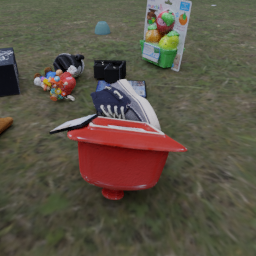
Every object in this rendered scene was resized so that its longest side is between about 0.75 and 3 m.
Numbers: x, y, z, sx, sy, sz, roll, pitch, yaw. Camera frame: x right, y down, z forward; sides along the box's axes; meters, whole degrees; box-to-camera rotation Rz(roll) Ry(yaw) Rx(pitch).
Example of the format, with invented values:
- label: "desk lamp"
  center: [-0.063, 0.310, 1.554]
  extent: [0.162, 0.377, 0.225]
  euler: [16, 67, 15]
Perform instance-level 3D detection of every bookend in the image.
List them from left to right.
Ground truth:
- label: "bookend"
  center: [-0.837, -2.299, 11.317]
  extent: [1.393, 0.642, 1.384]
  euler: [3, 25, 8]

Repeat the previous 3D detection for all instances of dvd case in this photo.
- label: "dvd case"
  center: [-1.062, -0.075, 5.492]
  extent: [0.837, 0.073, 0.597]
  euler: [-12, 15, 30]
- label: "dvd case"
  center: [-0.258, -1.494, 10.733]
  extent: [1.910, 0.168, 1.363]
  euler: [0, 32, 1]

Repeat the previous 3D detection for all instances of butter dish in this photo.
- label: "butter dish"
  center: [-0.211, 0.714, 6.015]
  extent: [2.265, 1.674, 2.259]
  euler: [7, 8, -11]

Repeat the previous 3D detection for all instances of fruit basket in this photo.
- label: "fruit basket"
  center: [1.510, -4.256, 12.482]
  extent: [1.350, 2.880, 2.668]
  euler: [-22, 40, -31]

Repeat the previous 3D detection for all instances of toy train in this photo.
- label: "toy train"
  center: [-2.404, -1.247, 9.459]
  extent: [1.083, 1.442, 0.401]
  euler: [18, 70, 17]

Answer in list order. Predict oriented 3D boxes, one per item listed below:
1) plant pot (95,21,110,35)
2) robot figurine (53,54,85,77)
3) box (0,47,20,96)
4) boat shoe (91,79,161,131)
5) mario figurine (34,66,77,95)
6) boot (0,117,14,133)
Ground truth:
- label: "plant pot"
  center: [-1.618, -6.346, 17.686]
  extent: [0.996, 0.671, 0.996]
  euler: [0, 33, 0]
- label: "robot figurine"
  center: [-2.383, -2.505, 11.359]
  extent: [1.146, 0.952, 1.526]
  euler: [4, 12, 15]
- label: "box"
  center: [-5.459, -2.101, 10.689]
  extent: [2.333, 1.215, 2.125]
  euler: [-11, 34, -17]
- label: "boat shoe"
  center: [-0.182, -0.444, 8.528]
  extent: [1.372, 1.105, 2.959]
  euler: [-23, 35, -10]
- label: "mario figurine"
  center: [-2.737, -1.970, 10.553]
  extent: [1.994, 1.231, 1.057]
  euler: [20, -4, 38]
- label: "boot"
  center: [-4.491, 0.077, 7.895]
  extent: [1.817, 0.661, 1.930]
  euler: [1, 33, 2]
